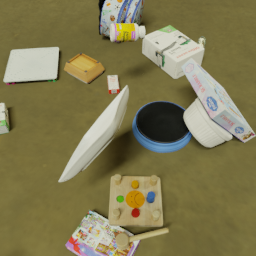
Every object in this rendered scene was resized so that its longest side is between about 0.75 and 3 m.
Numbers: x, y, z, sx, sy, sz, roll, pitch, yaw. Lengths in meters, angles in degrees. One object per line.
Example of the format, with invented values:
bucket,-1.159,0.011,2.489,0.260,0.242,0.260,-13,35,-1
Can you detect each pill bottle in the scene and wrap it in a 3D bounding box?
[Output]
pill bottle,-0.017,-3.592,10.561,1.276,0.665,0.665,-5,51,-10

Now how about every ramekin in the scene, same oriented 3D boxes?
ramekin,2.969,-0.158,10.649,0.934,2.006,2.006,-40,47,26

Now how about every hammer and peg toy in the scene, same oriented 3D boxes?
hammer and peg toy,0.289,2.652,8.957,1.792,0.859,2.436,1,50,-1

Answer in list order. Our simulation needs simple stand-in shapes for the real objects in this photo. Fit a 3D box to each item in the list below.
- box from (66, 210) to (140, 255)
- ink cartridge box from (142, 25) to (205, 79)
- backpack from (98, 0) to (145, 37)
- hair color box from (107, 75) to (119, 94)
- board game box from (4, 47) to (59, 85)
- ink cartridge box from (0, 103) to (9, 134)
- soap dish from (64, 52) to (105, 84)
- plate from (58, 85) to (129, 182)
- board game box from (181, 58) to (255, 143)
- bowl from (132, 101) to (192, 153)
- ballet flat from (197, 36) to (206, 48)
box,-0.749,3.527,8.550,1.898,0.371,1.299,24,55,18
ink cartridge box,2.243,-3.859,14.080,1.888,1.090,2.584,-30,57,-22
backpack,-0.409,-6.107,15.056,2.230,2.895,2.758,26,64,13
hair color box,-0.689,-2.043,13.119,0.497,0.300,0.979,-5,52,-3
board game box,-4.716,-3.114,13.977,2.461,0.318,2.461,-5,52,-4
ink cartridge box,-5.480,-0.341,11.581,0.936,0.539,1.283,-13,52,-11
soap dish,-2.142,-2.955,13.632,1.605,0.652,1.263,31,57,24
plate,-0.774,0.162,7.603,0.387,2.387,2.392,36,28,-12
board game box,3.535,-1.054,10.971,0.584,2.837,2.830,-39,47,25
bowl,1.419,-0.136,11.455,2.482,0.487,2.482,0,51,0
ballet flat,3.847,-4.374,14.892,0.532,0.532,1.433,11,52,9
